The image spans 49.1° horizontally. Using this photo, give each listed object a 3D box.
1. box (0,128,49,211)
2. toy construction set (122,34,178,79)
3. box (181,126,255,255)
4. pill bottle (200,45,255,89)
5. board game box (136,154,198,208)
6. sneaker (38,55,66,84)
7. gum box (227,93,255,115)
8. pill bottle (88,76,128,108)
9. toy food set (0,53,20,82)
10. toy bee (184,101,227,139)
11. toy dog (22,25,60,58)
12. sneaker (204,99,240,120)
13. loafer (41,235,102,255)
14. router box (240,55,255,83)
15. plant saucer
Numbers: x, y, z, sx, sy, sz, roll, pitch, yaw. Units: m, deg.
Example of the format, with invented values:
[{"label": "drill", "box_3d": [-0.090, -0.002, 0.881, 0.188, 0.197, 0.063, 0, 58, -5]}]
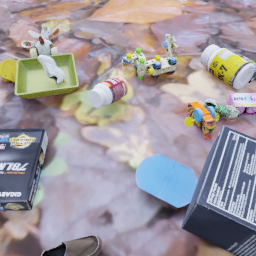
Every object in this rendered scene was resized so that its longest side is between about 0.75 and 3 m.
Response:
[{"label": "box", "box_3d": [-3.835, 1.127, 8.172, 2.544, 0.632, 2.525, 0, 47, 1]}, {"label": "toy construction set", "box_3d": [1.098, -2.849, 11.558, 2.449, 1.128, 1.606, -29, 53, -10]}, {"label": "box", "box_3d": [3.019, 1.683, 6.883, 2.555, 1.587, 2.576, 25, 51, 12]}, {"label": "pill bottle", "box_3d": [3.893, -2.467, 11.115, 1.101, 1.101, 1.927, -29, 54, -24]}, {"label": "board game box", "box_3d": [1.087, 1.529, 8.001, 1.780, 0.346, 1.406, 25, 48, 14]}, {"label": "sneaker", "box_3d": [-2.951, -2.245, 10.711, 1.283, 0.478, 0.559, 45, 47, -18]}, {"label": "gum box", "box_3d": [4.355, -0.865, 10.095, 1.302, 0.431, 0.739, -1, 46, -1]}, {"label": "pill bottle", "box_3d": [-0.702, -1.261, 9.909, 0.829, 0.829, 1.467, 27, 38, 23]}, {"label": "toy food set", "box_3d": [-4.800, -2.334, 11.487, 0.875, 0.486, 1.487, 15, 47, -19]}, {"label": "toy bee", "box_3d": [2.483, -0.179, 9.270, 1.218, 1.011, 1.861, -2, 22, 6]}, {"label": "toy dog", "box_3d": [-3.732, -3.886, 12.321, 1.683, 1.229, 2.553, -24, 52, -20]}, {"label": "sneaker", "box_3d": [3.189, -0.633, 9.723, 1.308, 0.503, 0.579, 24, 13, 28]}, {"label": "loafer", "box_3d": [-1.332, 2.917, 6.566, 1.516, 0.538, 0.554, -17, 50, -15]}, {"label": "router box", "box_3d": [4.882, -2.461, 11.595, 0.916, 0.380, 1.223, -29, 54, -24]}, {"label": "plant saucer", "box_3d": [-3.168, -1.981, 11.042, 2.292, 0.549, 2.295, -10, 48, -9]}]
